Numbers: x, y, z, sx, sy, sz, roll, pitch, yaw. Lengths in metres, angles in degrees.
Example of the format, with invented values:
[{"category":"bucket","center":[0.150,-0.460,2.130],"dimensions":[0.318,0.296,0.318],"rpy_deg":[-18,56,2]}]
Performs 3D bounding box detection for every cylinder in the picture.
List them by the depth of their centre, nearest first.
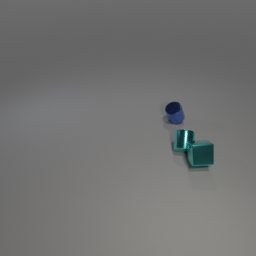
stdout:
[{"category":"cylinder","center":[2.021,0.478,10.012],"dimensions":[0.700,0.700,0.700],"rpy_deg":[6,74,9]},{"category":"cylinder","center":[1.990,-0.637,11.841],"dimensions":[0.700,0.700,0.700],"rpy_deg":[-13,50,17]}]

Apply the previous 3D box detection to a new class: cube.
[{"category":"cube","center":[2.389,0.813,9.242],"dimensions":[0.700,0.700,0.700],"rpy_deg":[-4,9,0]}]
